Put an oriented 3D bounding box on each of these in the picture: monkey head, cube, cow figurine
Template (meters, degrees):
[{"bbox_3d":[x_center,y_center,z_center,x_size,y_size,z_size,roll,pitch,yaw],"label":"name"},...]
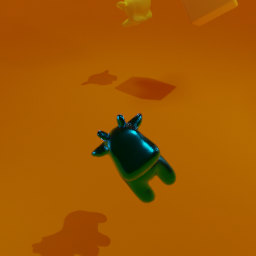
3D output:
[{"bbox_3d":[0.178,-3.817,8.998,1.156,0.968,1.607,-5,27,46],"label":"monkey head"},{"bbox_3d":[2.219,-3.787,7.913,1.247,1.247,1.247,-22,5,28],"label":"cube"},{"bbox_3d":[0.049,0.352,3.756,0.766,1.373,1.395,-40,23,-5],"label":"cow figurine"}]
